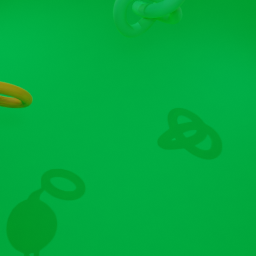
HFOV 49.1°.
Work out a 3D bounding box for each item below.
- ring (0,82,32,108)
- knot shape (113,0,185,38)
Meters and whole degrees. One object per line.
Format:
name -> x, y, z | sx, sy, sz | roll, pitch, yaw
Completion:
ring -> -2.701, -0.702, 6.067 | 1.207, 1.207, 0.241 | 4, 76, 3
knot shape -> 0.645, -2.823, 6.583 | 1.891, 1.769, 0.874 | -20, 94, 17
